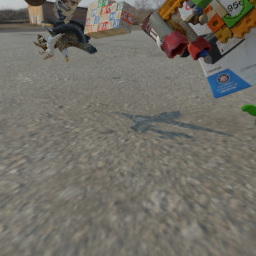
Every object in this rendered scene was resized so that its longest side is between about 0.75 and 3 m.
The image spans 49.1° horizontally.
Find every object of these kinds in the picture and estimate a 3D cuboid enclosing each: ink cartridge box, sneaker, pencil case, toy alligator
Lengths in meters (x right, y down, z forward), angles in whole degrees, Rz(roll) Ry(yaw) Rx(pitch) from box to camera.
[{"bbox_3d":[2.448,-2.148,6.328,1.766,2.442,1.028,-19,7,40],"label":"ink cartridge box"},{"bbox_3d":[1.421,-3.329,9.588,1.595,1.045,2.762,47,26,18],"label":"sneaker"},{"bbox_3d":[-1.514,-3.240,7.188,0.539,0.620,1.386,-41,15,-22],"label":"pencil case"},{"bbox_3d":[3.316,-0.238,5.731,1.923,0.522,0.570,-1,25,7],"label":"toy alligator"}]

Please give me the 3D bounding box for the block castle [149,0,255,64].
[{"bbox_3d":[1.699,-2.215,4.938,1.598,2.392,1.122,-14,67,-53],"label":"block castle"}]

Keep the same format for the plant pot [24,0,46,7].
[{"bbox_3d":[-2.625,-3.850,7.570,1.115,1.115,0.973,-12,61,-26],"label":"plant pot"}]

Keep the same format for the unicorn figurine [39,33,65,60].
[{"bbox_3d":[-2.627,-2.830,9.470,0.720,1.048,0.387,-20,62,-38],"label":"unicorn figurine"}]

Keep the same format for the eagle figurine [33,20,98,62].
[{"bbox_3d":[-2.269,-3.233,10.453,2.000,1.509,1.517,-17,33,4],"label":"eagle figurine"}]

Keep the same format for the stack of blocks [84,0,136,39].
[{"bbox_3d":[-0.381,-2.224,5.640,0.340,0.668,1.160,9,2,-43],"label":"stack of blocks"}]
